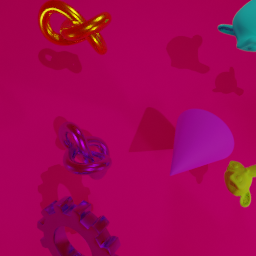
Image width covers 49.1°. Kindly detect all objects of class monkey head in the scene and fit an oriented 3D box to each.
[{"bbox_3d":[3.067,-2.212,6.268,1.928,1.387,1.162,-16,63,35],"label":"monkey head"},{"bbox_3d":[2.773,1.199,6.710,0.882,0.739,1.226,-13,47,16],"label":"monkey head"}]

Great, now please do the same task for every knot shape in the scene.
[{"bbox_3d":[-0.889,0.616,6.471,0.743,1.504,1.607,-46,53,6],"label":"knot shape"},{"bbox_3d":[-0.871,-1.879,5.281,1.481,1.385,0.684,10,94,-34],"label":"knot shape"}]

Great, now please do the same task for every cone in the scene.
[{"bbox_3d":[1.341,0.578,6.245,1.472,1.472,1.477,42,57,10],"label":"cone"}]

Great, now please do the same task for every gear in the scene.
[{"bbox_3d":[-1.013,2.303,5.639,1.873,0.346,1.873,12,114,28],"label":"gear"}]
